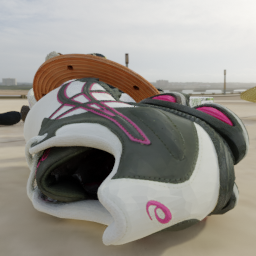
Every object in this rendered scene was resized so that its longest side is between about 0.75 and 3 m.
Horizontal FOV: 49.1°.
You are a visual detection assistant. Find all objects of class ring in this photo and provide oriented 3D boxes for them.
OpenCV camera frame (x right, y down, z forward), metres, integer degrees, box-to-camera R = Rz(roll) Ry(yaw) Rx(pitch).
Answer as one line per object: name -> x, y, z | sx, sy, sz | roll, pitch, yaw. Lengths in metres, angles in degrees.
ring -> -0.321, -0.228, 3.439 | 1.746, 0.168, 1.746 | 14, -34, 9

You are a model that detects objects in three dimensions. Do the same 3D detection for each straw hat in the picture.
straw hat -> 4.824, -0.746, 9.226 | 2.202, 0.932, 2.202 | 1, -12, 0

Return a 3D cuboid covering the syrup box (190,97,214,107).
syrup box -> 1.245, -0.334, 6.615 | 0.801, 0.775, 1.967 | 6, 10, 42

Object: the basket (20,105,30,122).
basket -> -2.819, -0.417, 8.622 | 0.755, 0.513, 0.680 | 5, -10, 0

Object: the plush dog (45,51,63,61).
plush dog -> -1.947, -0.875, 8.628 | 2.296, 1.842, 1.972 | 43, -8, -1

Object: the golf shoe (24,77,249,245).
golf shoe -> -0.428, 0.099, 2.353 | 1.147, 1.005, 2.604 | -15, 15, -41

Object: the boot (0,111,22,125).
boot -> -3.426, -0.211, 7.124 | 0.992, 0.395, 1.204 | -10, 1, 6

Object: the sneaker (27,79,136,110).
sneaker -> -0.762, -0.396, 5.271 | 2.344, 1.167, 0.877 | -4, 51, 6

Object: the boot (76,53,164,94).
boot -> -0.362, -1.183, 7.273 | 2.476, 1.870, 0.894 | -10, -28, 2
